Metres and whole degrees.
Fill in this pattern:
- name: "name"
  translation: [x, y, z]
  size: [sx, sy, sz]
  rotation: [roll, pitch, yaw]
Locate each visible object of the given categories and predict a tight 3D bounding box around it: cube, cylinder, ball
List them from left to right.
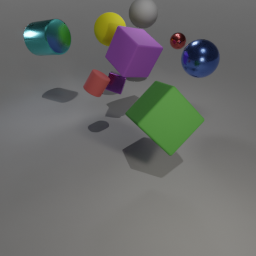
- name: "cylinder"
  translation: [-3.363, -3.772, 11.754]
  size: [1.400, 1.400, 1.400]
  rotation: [8, 29, 34]
- name: "cylinder"
  translation: [-1.081, -1.542, 9.665]
  size: [0.700, 0.700, 0.700]
  rotation: [29, 21, -12]
- name: "ball"
  translation: [-0.777, -4.279, 12.188]
  size: [1.400, 1.400, 1.400]
  rotation: [0, 30, 0]
- name: "cube"
  translation: [-0.485, -1.845, 11.364]
  size: [0.700, 0.700, 0.700]
  rotation: [18, 17, -2]
- name: "cube"
  translation: [0.217, -2.955, 10.976]
  size: [1.400, 1.400, 1.400]
  rotation: [-9, 50, -42]
- name: "ball"
  translation: [0.735, -5.530, 13.489]
  size: [1.400, 1.400, 1.400]
  rotation: [0, 30, 0]
- name: "cube"
  translation: [1.013, -0.327, 8.081]
  size: [1.400, 1.400, 1.400]
  rotation: [-47, 21, 1]
- name: "ball"
  translation: [2.154, -3.748, 12.065]
  size: [0.700, 0.700, 0.700]
  rotation: [0, 30, 0]
- name: "ball"
  translation: [2.682, -2.573, 10.417]
  size: [1.400, 1.400, 1.400]
  rotation: [0, 30, 0]
